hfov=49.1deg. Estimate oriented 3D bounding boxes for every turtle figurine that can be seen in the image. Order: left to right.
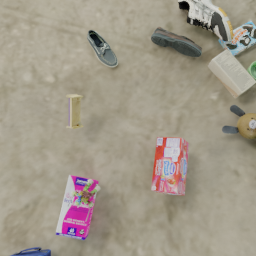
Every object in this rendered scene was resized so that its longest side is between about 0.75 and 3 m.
[{"bbox_3d":[-1.466,2.300,9.382,0.771,1.071,1.038,17,40,26],"label":"turtle figurine"}]

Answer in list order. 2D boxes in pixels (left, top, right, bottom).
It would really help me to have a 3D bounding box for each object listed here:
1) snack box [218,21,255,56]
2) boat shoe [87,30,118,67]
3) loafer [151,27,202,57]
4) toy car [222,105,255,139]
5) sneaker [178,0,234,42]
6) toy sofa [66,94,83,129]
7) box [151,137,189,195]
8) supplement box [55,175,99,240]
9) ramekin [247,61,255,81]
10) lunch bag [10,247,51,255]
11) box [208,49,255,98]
[{"bbox_3d":[4.781,-3.779,11.887,1.613,0.299,0.937,-30,79,-6],"label":"snack box"},{"bbox_3d":[-1.092,-3.317,11.645,0.676,0.573,1.856,-36,80,-7],"label":"boat shoe"},{"bbox_3d":[2.086,-3.652,11.647,2.212,0.795,0.696,21,72,7],"label":"loafer"},{"bbox_3d":[4.757,-0.062,10.524,2.137,1.686,1.756,22,89,16],"label":"toy car"},{"bbox_3d":[3.187,-4.550,11.706,1.313,1.133,2.996,-31,67,7],"label":"sneaker"},{"bbox_3d":[-2.033,-0.617,10.367,0.608,0.516,1.246,13,107,36],"label":"toy sofa"},{"bbox_3d":[1.533,1.364,10.022,0.976,0.935,1.958,0,74,29],"label":"box"},{"bbox_3d":[-1.782,2.808,10.071,1.041,1.063,2.057,10,76,0],"label":"supplement box"},{"bbox_3d":[5.321,-2.293,11.488,0.855,0.417,0.855,0,81,-2],"label":"ramekin"},{"bbox_3d":[-3.383,4.726,9.627,1.647,1.119,1.090,-7,78,-2],"label":"lunch bag"},{"bbox_3d":[4.176,-2.189,11.337,0.850,0.696,1.790,-35,80,-7],"label":"box"}]
